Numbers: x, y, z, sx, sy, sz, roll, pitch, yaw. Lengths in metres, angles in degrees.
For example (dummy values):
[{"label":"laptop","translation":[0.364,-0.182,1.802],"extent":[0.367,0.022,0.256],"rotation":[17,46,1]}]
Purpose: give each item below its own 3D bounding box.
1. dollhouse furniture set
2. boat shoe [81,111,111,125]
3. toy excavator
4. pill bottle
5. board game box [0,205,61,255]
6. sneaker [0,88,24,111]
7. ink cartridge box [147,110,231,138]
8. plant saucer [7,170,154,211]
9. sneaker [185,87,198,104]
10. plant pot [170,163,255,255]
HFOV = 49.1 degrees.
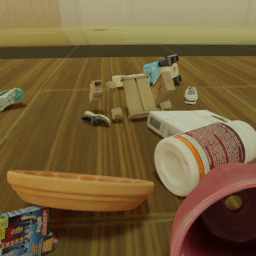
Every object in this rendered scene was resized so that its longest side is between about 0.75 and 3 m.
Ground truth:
[{"label":"dollhouse furniture set","translation":[0.165,-0.973,10.054],"extent":[2.882,1.494,1.276],"rotation":[-9,-17,-16]},{"label":"boat shoe","translation":[-1.073,-0.251,9.206],"extent":[1.096,0.394,0.355],"rotation":[19,50,29]},{"label":"toy excavator","translation":[0.930,-2.496,13.363],"extent":[2.675,1.336,2.601],"rotation":[-3,18,29]},{"label":"pill bottle","translation":[1.809,0.576,6.263],"extent":[2.204,1.258,1.258],"rotation":[-15,28,-29]},{"label":"board game box","translation":[-1.570,1.680,4.335],"extent":[1.103,1.104,0.341],"rotation":[-4,21,-45]},{"label":"sneaker","translation":[-4.746,-1.041,10.484],"extent":[1.632,0.633,0.744],"rotation":[-25,28,-21]},{"label":"ink cartridge box","translation":[2.091,-0.003,8.588],"extent":[2.386,0.681,1.939],"rotation":[1,21,-30]},{"label":"plant saucer","translation":[-0.803,1.073,4.937],"extent":[2.510,0.470,2.510],"rotation":[5,-9,1]},{"label":"sneaker","translation":[2.637,-1.462,11.596],"extent":[0.558,0.588,1.460],"rotation":[2,23,8]},{"label":"plant pot","translation":[1.664,1.377,3.798],"extent":[2.146,2.146,1.921],"rotation":[4,10,9]}]
